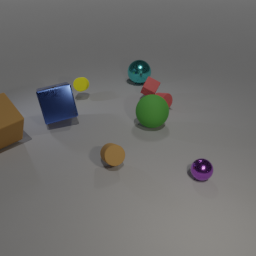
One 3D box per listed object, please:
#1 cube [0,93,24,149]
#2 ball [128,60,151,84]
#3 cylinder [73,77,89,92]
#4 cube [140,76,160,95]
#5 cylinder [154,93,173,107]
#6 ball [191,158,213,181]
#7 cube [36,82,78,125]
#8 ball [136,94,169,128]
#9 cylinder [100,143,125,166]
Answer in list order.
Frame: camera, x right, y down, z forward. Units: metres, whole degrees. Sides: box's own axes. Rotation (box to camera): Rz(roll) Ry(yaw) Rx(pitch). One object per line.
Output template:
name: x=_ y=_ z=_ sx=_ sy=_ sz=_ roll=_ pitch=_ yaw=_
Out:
cube: x=-4.827 y=-0.171 z=10.252 sx=1.400 sy=1.400 sz=1.400 roll=-30 pitch=71 yaw=-37
ball: x=0.670 y=-3.314 z=16.557 sx=1.400 sy=1.400 sz=1.400 roll=0 pitch=29 yaw=0
cylinder: x=-2.385 y=-2.233 z=14.323 sx=0.700 sy=0.700 sz=0.700 roll=1 pitch=12 yaw=2
cube: x=1.141 y=-2.054 z=14.270 sx=0.700 sy=0.700 sz=0.700 roll=28 pitch=70 yaw=2
cylinder: x=1.668 y=-1.345 z=13.539 sx=0.700 sy=0.700 sz=0.700 roll=-23 pitch=22 yaw=-35
ball: x=2.331 y=1.307 z=8.834 sx=0.700 sy=0.700 sz=0.700 roll=0 pitch=29 yaw=0
cube: x=-3.061 y=-1.108 z=12.075 sx=1.400 sy=1.400 sz=1.400 roll=-16 pitch=17 yaw=-13
ball: x=1.016 y=-0.703 z=11.738 sx=1.400 sy=1.400 sz=1.400 roll=0 pitch=29 yaw=0
cylinder: x=-0.520 y=0.875 z=9.358 sx=0.700 sy=0.700 sz=0.700 roll=-9 pitch=5 yaw=-17
